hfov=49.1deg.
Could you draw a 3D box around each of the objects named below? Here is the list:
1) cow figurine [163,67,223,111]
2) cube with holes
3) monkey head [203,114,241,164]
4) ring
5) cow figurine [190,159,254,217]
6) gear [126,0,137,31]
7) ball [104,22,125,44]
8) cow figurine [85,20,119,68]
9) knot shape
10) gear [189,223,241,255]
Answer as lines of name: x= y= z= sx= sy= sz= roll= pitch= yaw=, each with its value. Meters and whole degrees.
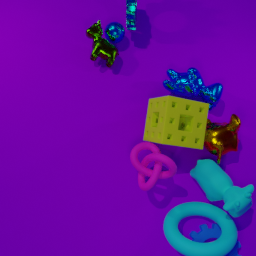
cow figurine: x=2.075 y=-1.218 z=8.758 sx=1.650 sy=1.624 sz=0.906 roll=10 pitch=74 yaw=41
cube with holes: x=1.307 y=-0.141 z=7.843 sx=1.234 sy=1.234 sz=1.234 roll=9 pitch=89 yaw=-19
monkey head: x=2.666 y=0.167 z=8.076 sx=1.030 sy=1.229 sz=1.709 roll=-8 pitch=50 yaw=-5
ring: x=1.836 y=2.573 z=7.202 sx=1.835 sy=1.835 sz=0.367 roll=-5 pitch=115 yaw=-1
cow figurine: x=2.445 y=1.507 z=7.403 sx=0.929 sy=1.666 sz=1.693 roll=-37 pitch=79 yaw=-7
gear: x=0.133 y=-4.064 z=9.274 sx=0.287 sy=1.550 sz=1.550 roll=2 pitch=72 yaw=3
ball: x=-0.450 y=-3.223 z=9.473 sx=0.708 sy=0.708 sz=0.708 roll=0 pitch=72 yaw=0
cow figurine: x=-0.828 y=-2.764 z=9.162 sx=1.280 sy=0.703 sz=1.259 roll=21 pitch=88 yaw=-12
knot shape: x=0.560 y=0.913 z=7.274 sx=1.251 sy=0.578 sz=1.171 roll=-37 pitch=74 yaw=25
gear: x=2.304 y=3.368 z=7.568 sx=1.477 sy=0.273 sz=1.477 roll=0 pitch=72 yaw=0
